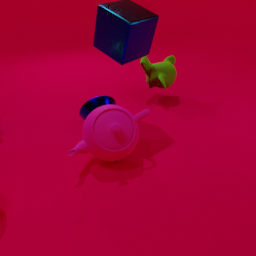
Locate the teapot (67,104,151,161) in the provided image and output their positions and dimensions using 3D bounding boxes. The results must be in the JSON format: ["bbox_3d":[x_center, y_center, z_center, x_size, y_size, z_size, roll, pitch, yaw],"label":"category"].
[{"bbox_3d":[-0.384,0.104,5.818,1.968,1.223,0.963,-29,-2,-14],"label":"teapot"}]

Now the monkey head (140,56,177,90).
[{"bbox_3d":[0.992,-1.832,8.919,0.966,1.153,1.603,-11,41,34],"label":"monkey head"}]

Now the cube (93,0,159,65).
[{"bbox_3d":[-0.075,-2.395,6.947,1.082,1.082,1.082,39,48,24],"label":"cube"}]

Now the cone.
[{"bbox_3d":[-0.604,-0.109,7.122,1.017,1.017,1.020,-12,58,-21],"label":"cone"}]
